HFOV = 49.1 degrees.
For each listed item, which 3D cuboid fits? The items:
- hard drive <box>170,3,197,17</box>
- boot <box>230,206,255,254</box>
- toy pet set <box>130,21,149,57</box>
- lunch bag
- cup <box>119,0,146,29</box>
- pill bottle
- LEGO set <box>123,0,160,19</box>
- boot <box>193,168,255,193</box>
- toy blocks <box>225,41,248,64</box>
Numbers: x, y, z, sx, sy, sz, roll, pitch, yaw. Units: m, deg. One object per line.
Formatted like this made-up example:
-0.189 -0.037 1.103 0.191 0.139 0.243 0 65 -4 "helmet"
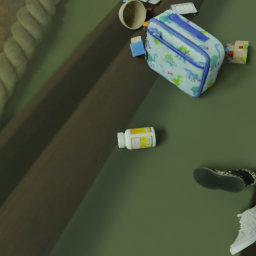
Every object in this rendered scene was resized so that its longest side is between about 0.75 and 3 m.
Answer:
2.279 -4.837 11.483 0.953 0.180 0.666 -10 58 -5 "hard drive"
2.832 2.420 6.768 1.382 0.508 0.661 -23 61 -24 "boot"
0.681 -2.958 9.739 1.182 1.266 0.672 -14 60 11 "toy pet set"
1.663 -2.348 8.816 1.046 2.039 2.537 -37 66 -21 "lunch bag"
0.063 -4.393 10.819 1.033 1.033 0.739 -29 35 -17 "cup"
0.241 0.304 8.021 1.028 0.580 0.580 -6 58 -4 "pill bottle"
0.473 -5.110 11.654 1.207 0.397 1.616 26 50 16 "LEGO set"
2.575 1.313 7.391 1.076 0.514 1.425 -2 6 -42 "boot"
3.830 -2.728 10.011 0.788 0.576 1.152 8 57 19 "toy blocks"
